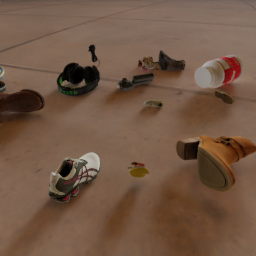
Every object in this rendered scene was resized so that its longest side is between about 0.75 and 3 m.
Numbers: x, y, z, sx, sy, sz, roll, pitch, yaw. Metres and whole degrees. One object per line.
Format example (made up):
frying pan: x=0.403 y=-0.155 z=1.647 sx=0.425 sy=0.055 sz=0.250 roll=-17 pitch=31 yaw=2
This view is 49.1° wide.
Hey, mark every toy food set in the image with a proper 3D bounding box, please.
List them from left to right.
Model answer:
toy food set: x=0.260 y=0.970 z=6.835 sx=0.456 sy=0.776 sz=0.253 roll=-9 pitch=60 yaw=9

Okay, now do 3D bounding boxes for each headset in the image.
headset: x=-1.994 y=-2.493 z=12.198 sx=1.703 sy=1.295 sz=2.757 roll=11 pitch=44 yaw=17

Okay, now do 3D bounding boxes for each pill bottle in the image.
pill bottle: x=3.935 y=-2.414 z=12.165 sx=2.099 sy=1.178 sz=1.178 roll=-22 pitch=37 yaw=-31

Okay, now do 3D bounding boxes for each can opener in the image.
can opener: x=0.352 y=-2.001 z=12.314 sx=1.833 sy=0.482 sz=0.609 roll=-19 pitch=71 yaw=-25

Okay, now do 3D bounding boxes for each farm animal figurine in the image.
farm animal figurine: x=1.027 y=-3.313 z=14.224 sx=0.954 sy=0.594 sz=1.181 roll=-10 pitch=33 yaw=-16

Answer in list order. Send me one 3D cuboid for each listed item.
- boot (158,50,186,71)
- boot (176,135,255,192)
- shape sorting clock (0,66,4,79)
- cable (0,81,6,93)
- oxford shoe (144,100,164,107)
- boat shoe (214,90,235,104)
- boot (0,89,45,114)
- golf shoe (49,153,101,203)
boot: x=2.267 y=-3.447 z=14.553 sx=1.212 sy=0.642 sz=1.841 roll=0 pitch=42 yaw=-6
boot: x=2.488 y=0.697 z=7.028 sx=1.813 sy=0.863 sz=2.343 roll=-5 pitch=22 yaw=-14
shape sorting clock: x=-7.073 y=-2.435 z=12.855 sx=2.609 sy=0.512 sz=2.609 roll=0 pitch=31 yaw=0
cable: x=-5.627 y=-1.313 z=10.799 sx=1.416 sy=0.733 sz=2.915 roll=18 pitch=35 yaw=15
oxford shoe: x=0.990 y=-0.913 z=10.603 sx=0.777 sy=0.292 sz=0.224 roll=-2 pitch=57 yaw=-2
boat shoe: x=3.875 y=-1.251 z=11.052 sx=0.381 sy=0.382 sz=1.060 roll=-13 pitch=27 yaw=-18
boot: x=-4.449 y=-0.427 z=9.175 sx=2.514 sy=0.866 sz=2.697 roll=0 pitch=25 yaw=25
golf shoe: x=-1.230 y=1.027 z=6.889 sx=0.700 sy=0.799 sz=1.814 roll=12 pitch=32 yaw=21
